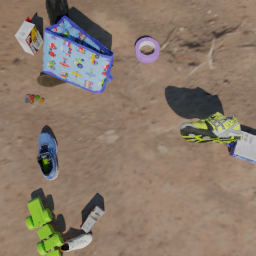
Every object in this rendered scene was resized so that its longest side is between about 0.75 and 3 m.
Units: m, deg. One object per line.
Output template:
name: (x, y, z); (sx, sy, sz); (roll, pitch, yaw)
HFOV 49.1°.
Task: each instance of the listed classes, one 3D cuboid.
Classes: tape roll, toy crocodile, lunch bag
tape roll: (0.804, -3.258, 11.727); (1.016, 0.333, 1.016); (0, 75, -1)
toy crocodile: (-2.863, 3.554, 9.732); (0.809, 0.740, 2.398); (-29, 72, -7)
lunch bag: (-1.708, -2.432, 10.319); (2.636, 1.984, 1.240); (32, 52, 5)

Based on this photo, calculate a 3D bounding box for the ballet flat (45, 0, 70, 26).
ballet flat: (-2.886, -4.382, 11.934); (0.958, 0.819, 2.884); (-8, 81, -22)

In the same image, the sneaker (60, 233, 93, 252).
sneaker: (-1.792, 4.002, 9.669); (1.167, 0.494, 0.425); (-21, 74, -7)

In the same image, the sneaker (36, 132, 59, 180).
sneaker: (-2.973, 0.978, 10.329); (0.708, 0.803, 1.802); (-14, 75, -4)

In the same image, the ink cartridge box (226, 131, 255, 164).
ink cartridge box: (4.463, 0.715, 10.532); (1.408, 0.537, 0.960); (20, 76, 3)

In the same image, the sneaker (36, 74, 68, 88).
sneaker: (-2.891, -2.004, 11.340); (1.531, 0.578, 0.539); (-4, 117, 5)

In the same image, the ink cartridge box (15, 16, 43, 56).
ink cartridge box: (-3.937, -3.743, 11.418); (0.492, 1.173, 1.029); (24, 76, 6)

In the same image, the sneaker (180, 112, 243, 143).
sneaker: (2.752, -0.026, 9.458); (2.466, 0.930, 0.942); (5, 72, -28)

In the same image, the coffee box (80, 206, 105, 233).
coffee box: (-1.249, 3.212, 9.872); (0.356, 0.504, 0.891); (38, 77, 10)

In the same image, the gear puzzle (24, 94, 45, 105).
gear puzzle: (-3.757, -1.137, 11.263); (0.812, 0.106, 0.420); (8, 75, 2)
